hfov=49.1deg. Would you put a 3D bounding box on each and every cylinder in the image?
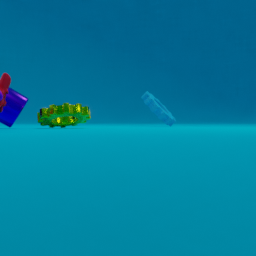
[{"bbox_3d":[-3.298,-0.634,7.433,0.936,0.936,0.936,33,-11,-20],"label":"cylinder"}]

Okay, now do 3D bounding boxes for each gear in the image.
[{"bbox_3d":[-1.717,-0.317,7.573,1.378,0.255,1.378,-8,-14,-2],"label":"gear"},{"bbox_3d":[1.221,-0.766,11.110,0.304,1.646,1.646,-45,-13,14],"label":"gear"}]

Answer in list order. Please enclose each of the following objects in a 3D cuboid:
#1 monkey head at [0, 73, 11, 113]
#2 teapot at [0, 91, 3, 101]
[{"bbox_3d":[-2.977,-0.793,5.943,0.793,0.946,1.316,17,-18,-8],"label":"monkey head"},{"bbox_3d":[-2.780,-0.435,4.606,1.432,0.701,0.890,-20,54,-41],"label":"teapot"}]
